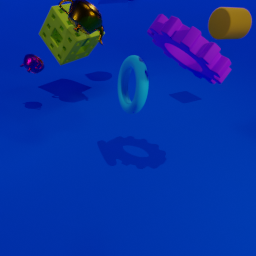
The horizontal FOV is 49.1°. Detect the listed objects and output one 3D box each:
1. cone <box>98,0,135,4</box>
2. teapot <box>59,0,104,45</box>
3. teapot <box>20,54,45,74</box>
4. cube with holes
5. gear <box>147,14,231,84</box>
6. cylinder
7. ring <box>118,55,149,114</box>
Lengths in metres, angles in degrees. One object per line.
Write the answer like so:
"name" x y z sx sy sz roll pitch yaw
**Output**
"cone" -0.651 -4.920 10.302 1.353 1.348 1.348 -20 14 37
"teapot" -1.295 -3.225 8.428 1.738 0.851 1.081 34 -2 -24
"teapot" -3.046 -1.999 8.880 1.083 0.673 0.530 19 73 34
"cube with holes" -1.995 -3.344 9.919 1.392 1.392 1.392 -34 -1 -42
"gear" 1.100 -1.407 5.129 1.631 0.302 1.631 36 5 -4
"cylinder" 3.105 -3.188 8.565 0.914 0.914 0.914 -11 31 -28
"ring" 0.079 -0.874 5.719 0.238 1.191 1.191 -1 28 -23
